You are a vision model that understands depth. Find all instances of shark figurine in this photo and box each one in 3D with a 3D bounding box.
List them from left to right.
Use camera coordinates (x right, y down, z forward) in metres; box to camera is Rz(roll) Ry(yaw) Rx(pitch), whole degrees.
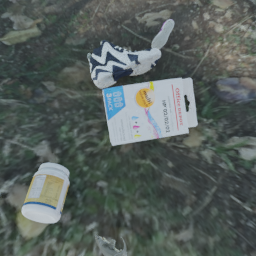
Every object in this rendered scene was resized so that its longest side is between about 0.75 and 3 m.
[{"bbox_3d":[-0.297,2.516,5.444,0.504,1.207,0.721,-38,98,-31],"label":"shark figurine"}]

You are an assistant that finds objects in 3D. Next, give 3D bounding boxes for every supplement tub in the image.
[{"bbox_3d":[-1.768,1.425,6.173,0.816,0.816,1.128,6,53,4],"label":"supplement tub"}]

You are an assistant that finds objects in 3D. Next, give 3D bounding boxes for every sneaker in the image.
[{"bbox_3d":[-0.215,-2.171,8.239,2.128,0.849,1.385,-26,71,0],"label":"sneaker"},{"bbox_3d":[1.132,-3.010,9.042,0.383,1.058,0.603,33,24,-12],"label":"sneaker"}]

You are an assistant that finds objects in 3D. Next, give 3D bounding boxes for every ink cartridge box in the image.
[{"bbox_3d":[0.668,-0.477,7.161,2.457,0.833,1.414,-10,96,-6],"label":"ink cartridge box"}]
